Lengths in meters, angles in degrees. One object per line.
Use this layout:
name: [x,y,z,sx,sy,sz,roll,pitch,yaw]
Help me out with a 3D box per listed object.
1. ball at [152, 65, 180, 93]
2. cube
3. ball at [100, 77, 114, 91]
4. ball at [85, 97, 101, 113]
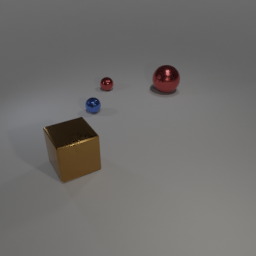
ball: [1.937,-2.489,14.209,1.400,1.400,1.400,0,33,0]
cube: [-1.831,0.683,9.275,1.400,1.400,1.400,-18,37,-25]
ball: [-1.098,-2.295,14.539,0.700,0.700,0.700,0,33,0]
ball: [-1.568,-1.029,12.567,0.700,0.700,0.700,0,33,0]
